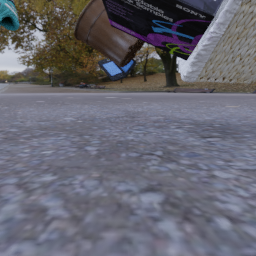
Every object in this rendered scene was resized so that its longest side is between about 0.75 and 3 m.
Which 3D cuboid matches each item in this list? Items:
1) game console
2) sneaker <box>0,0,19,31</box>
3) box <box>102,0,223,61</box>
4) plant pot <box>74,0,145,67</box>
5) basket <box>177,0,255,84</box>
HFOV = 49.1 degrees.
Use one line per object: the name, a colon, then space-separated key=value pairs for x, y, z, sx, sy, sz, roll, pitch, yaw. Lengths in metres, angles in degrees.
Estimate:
game console: x=-0.420 y=-2.401 z=10.318 sx=0.944 sy=0.655 sz=1.106 roll=-26 pitch=65 yaw=-29
sneaker: x=-3.042 y=-2.497 z=5.889 sx=0.843 sy=0.867 sz=2.176 roll=-16 pitch=10 yaw=21
box: x=0.463 y=-2.085 z=5.028 sx=1.961 sy=0.495 sz=2.743 roll=26 pitch=1 yaw=4
plant pot: x=-0.445 y=-2.902 z=8.623 sx=1.725 sy=1.742 sz=1.742 roll=41 pitch=14 yaw=3
basket: x=2.637 y=-2.867 z=7.133 sx=2.202 sy=2.713 sz=2.738 roll=5 pitch=-32 yaw=-12
